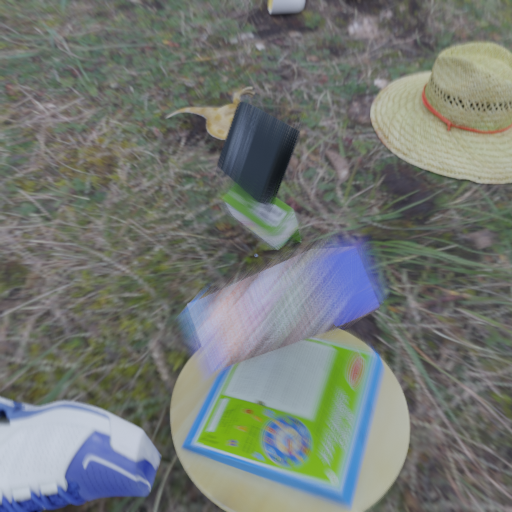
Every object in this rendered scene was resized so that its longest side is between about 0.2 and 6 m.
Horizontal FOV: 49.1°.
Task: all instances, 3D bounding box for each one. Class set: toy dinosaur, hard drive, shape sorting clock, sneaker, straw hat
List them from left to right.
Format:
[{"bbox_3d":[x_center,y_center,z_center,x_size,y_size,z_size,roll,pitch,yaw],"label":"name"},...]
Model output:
[{"bbox_3d":[-2.815,2.622,6.240,3.287,1.328,1.898,6,55,13],"label":"sneaker"},{"bbox_3d":[-0.535,-2.669,10.722,2.497,0.727,1.262,32,59,23],"label":"toy dinosaur"},{"bbox_3d":[-0.017,-1.438,7.679,0.243,1.031,1.477,10,22,-32],"label":"hard drive"},{"bbox_3d":[0.417,1.935,7.073,2.979,0.584,2.979,-2,40,2],"label":"shape sorting clock"},{"bbox_3d":[4.099,-3.101,10.540,3.653,1.546,3.653,0,52,0],"label":"straw hat"}]

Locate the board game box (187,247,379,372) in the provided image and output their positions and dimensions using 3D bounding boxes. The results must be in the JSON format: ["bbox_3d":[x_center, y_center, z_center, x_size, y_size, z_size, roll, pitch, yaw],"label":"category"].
[{"bbox_3d":[0.344,0.588,6.508,1.700,1.355,0.823,-25,80,28],"label":"board game box"}]

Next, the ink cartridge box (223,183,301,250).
[{"bbox_3d":[0.143,-0.532,8.725,0.995,1.346,0.510,38,81,21],"label":"ink cartridge box"}]

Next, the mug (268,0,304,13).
[{"bbox_3d":[0.751,-6.373,13.684,0.802,0.782,0.977,3,57,-8],"label":"mug"}]
